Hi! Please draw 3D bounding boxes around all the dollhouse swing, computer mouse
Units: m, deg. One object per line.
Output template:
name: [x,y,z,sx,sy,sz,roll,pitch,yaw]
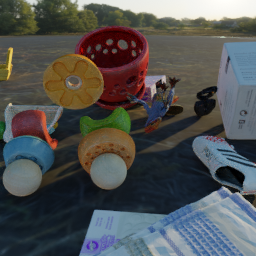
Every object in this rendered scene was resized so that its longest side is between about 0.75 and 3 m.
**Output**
dollhouse swing: [-6.621,-3.286,14.281,1.504,1.455,1.655,-6,24,-15]
computer mouse: [2.283,-0.709,8.133,0.667,0.387,2.275,-9,-11,10]

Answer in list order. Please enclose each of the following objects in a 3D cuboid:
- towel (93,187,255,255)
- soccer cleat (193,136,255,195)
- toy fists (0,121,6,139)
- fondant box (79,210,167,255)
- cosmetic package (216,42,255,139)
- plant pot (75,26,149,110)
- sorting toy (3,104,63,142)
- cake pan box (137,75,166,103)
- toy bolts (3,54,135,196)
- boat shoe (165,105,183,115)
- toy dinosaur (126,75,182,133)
towel: [0.856,1.758,2.891,2.771,0.330,2.035,-15,41,-30]
soccer cleat: [1.841,0.683,5.544,0.821,0.661,1.928,-8,28,-28]
toy fists: [-3.792,0.151,7.110,1.360,0.468,0.693,-4,15,-7]
fondant box: [0.075,1.556,3.722,1.261,0.367,0.910,1,22,6]
cosmetic package: [3.455,-1.027,7.405,1.757,1.755,2.130,0,41,7]
plant pot: [-0.430,-1.706,8.448,2.068,1.883,2.068,-1,52,1]
sorting toy: [-2.521,-0.018,7.251,1.480,0.791,1.332,1,31,2]
cake pan box: [0.131,-1.491,10.584,2.413,0.631,2.222,0,22,20]
toy bolts: [-1.261,0.168,5.171,2.498,2.386,1.733,-17,37,7]
boat shoe: [1.298,-0.621,9.115,0.989,0.366,0.328,-3,27,-10]
toy dinosaur: [1.036,-0.574,8.175,1.135,1.961,2.161,-4,-29,42]
